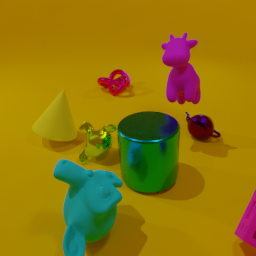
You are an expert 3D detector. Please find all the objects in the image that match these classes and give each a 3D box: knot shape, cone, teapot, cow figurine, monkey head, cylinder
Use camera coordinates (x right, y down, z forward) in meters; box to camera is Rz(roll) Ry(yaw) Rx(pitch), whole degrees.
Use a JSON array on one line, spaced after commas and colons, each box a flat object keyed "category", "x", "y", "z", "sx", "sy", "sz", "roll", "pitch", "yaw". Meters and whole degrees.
[{"category": "knot shape", "x": -0.417, "y": -1.633, "z": 10.118, "sx": 1.263, "sy": 0.583, "sz": 1.181, "roll": -17, "pitch": 35, "yaw": -15}, {"category": "cone", "x": -1.787, "y": -0.452, "z": 7.312, "sx": 1.201, "sy": 1.206, "sz": 1.201, "roll": 15, "pitch": 18, "yaw": -5}, {"category": "teapot", "x": 1.949, "y": -0.076, "z": 7.497, "sx": 1.161, "sy": 0.722, "sz": 0.568, "roll": 35, "pitch": 42, "yaw": 20}, {"category": "cow figurine", "x": 1.300, "y": -1.352, "z": 6.628, "sx": 0.851, "sy": 1.526, "sz": 1.551, "roll": 1, "pitch": 1, "yaw": 26}, {"category": "monkey head", "x": -0.792, "y": 1.223, "z": 4.811, "sx": 1.354, "sy": 1.134, "sz": 1.882, "roll": 30, "pitch": 20, "yaw": -11}, {"category": "monkey head", "x": -0.807, "y": 0.244, "z": 6.741, "sx": 0.889, "sy": 1.235, "sz": 0.744, "roll": 41, "pitch": 11, "yaw": -10}, {"category": "cylinder", "x": 0.444, "y": 0.481, "z": 5.989, "sx": 1.281, "sy": 1.281, "sz": 1.281, "roll": -3, "pitch": 30, "yaw": 2}]

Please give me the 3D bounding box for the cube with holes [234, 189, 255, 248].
[{"category": "cube with holes", "x": 2.289, "y": 1.465, "z": 4.196, "sx": 0.921, "sy": 0.921, "sz": 0.921, "roll": 27, "pitch": 83, "yaw": 19}]
